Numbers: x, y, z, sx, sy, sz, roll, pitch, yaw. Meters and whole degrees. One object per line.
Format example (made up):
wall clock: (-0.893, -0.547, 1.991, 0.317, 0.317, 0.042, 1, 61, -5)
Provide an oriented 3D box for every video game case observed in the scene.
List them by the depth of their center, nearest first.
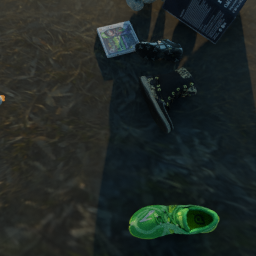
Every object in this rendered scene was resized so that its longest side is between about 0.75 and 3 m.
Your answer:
video game case: (-0.341, -3.326, 10.433, 1.310, 0.168, 1.441, -17, 64, -8)

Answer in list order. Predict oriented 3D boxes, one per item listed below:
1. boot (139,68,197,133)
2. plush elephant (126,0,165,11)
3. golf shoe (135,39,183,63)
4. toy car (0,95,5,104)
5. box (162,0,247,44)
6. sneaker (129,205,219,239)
boot: (1.413, -0.980, 8.916, 1.625, 0.790, 2.159, -19, 58, -8)
plush elephant: (0.919, -5.745, 10.779, 2.190, 2.059, 2.659, -1, 15, 43)
golf shoe: (1.096, -2.815, 9.987, 1.700, 0.661, 0.803, 12, 50, 0)
toy car: (-4.402, -0.911, 9.014, 0.731, 0.762, 0.827, 36, 40, 17)
box: (3.020, -4.916, 10.220, 2.447, 1.543, 2.489, 34, 67, 3)
sneaker: (1.165, 2.292, 7.111, 2.309, 0.965, 0.855, -5, 64, -2)
